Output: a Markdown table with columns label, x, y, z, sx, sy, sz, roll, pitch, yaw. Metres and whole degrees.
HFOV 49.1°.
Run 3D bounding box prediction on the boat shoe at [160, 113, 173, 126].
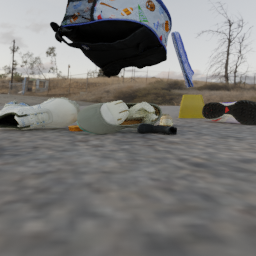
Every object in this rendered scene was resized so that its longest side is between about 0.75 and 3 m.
| label | x | y | z | sx | sy | sz | roll | pitch | yaw |
| --- | --- | --- | --- | --- | --- | --- | --- | --- | --- |
| boat shoe | 1.402 | -0.310 | 10.187 | 0.492 | 0.443 | 1.365 | 1 | 6 | 7 |

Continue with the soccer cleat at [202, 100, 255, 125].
| label | x | y | z | sx | sy | sz | roll | pitch | yaw |
| --- | --- | --- | --- | --- | --- | --- | --- | --- | --- |
| soccer cleat | 4.329 | -0.590 | 11.140 | 1.003 | 0.935 | 2.740 | 9 | -1 | -40 |

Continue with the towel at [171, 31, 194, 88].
| label | x | y | z | sx | sy | sz | roll | pitch | yaw |
| --- | --- | --- | --- | --- | --- | --- | --- | --- | --- |
| towel | 2.153 | -2.749 | 10.834 | 0.337 | 2.045 | 2.825 | -17 | 15 | 17 |

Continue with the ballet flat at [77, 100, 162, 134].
| label | x | y | z | sx | sy | sz | roll | pitch | yaw |
| --- | --- | --- | --- | --- | --- | --- | --- | --- | --- |
| ballet flat | -0.115 | -0.434 | 8.010 | 2.872 | 0.968 | 0.915 | -3 | -29 | -44 |

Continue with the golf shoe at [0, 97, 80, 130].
| label | x | y | z | sx | sy | sz | roll | pitch | yaw |
| --- | --- | --- | --- | --- | --- | --- | --- | --- | --- |
| golf shoe | -2.813 | -0.278 | 8.675 | 2.657 | 1.040 | 1.292 | -5 | 22 | 10 |

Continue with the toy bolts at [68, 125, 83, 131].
| label | x | y | z | sx | sy | sz | roll | pitch | yaw |
| --- | --- | --- | --- | --- | --- | --- | --- | --- | --- |
| toy bolts | -1.187 | -0.304 | 8.413 | 1.069 | 0.776 | 1.119 | -4 | 7 | -33 |

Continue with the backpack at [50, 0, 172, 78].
| label | x | y | z | sx | sy | sz | roll | pitch | yaw |
| --- | --- | --- | --- | --- | --- | --- | --- | --- | --- |
| backpack | -0.151 | -2.871 | 8.129 | 2.794 | 2.260 | 2.933 | 11 | -8 | 31 |

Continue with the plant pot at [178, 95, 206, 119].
| label | x | y | z | sx | sy | sz | roll | pitch | yaw |
| --- | --- | --- | --- | --- | --- | --- | --- | --- | --- |
| plant pot | 3.401 | -1.153 | 14.859 | 1.386 | 1.223 | 1.386 | 1 | 5 | 11 |

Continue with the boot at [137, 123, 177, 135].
| label | x | y | z | sx | sy | sz | roll | pitch | yaw |
| --- | --- | --- | --- | --- | --- | --- | --- | --- | --- |
| boot | 0.785 | 0.051 | 7.565 | 0.873 | 0.286 | 0.719 | 11 | 14 | 43 |
